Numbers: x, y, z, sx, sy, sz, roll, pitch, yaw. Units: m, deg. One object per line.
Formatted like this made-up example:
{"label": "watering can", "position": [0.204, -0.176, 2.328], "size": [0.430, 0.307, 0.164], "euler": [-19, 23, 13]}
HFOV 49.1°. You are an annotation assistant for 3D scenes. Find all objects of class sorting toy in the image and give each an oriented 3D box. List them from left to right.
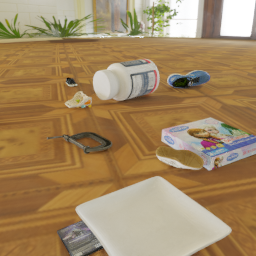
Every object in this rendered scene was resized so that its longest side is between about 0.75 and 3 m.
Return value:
{"label": "sorting toy", "position": [-2.130, -1.081, 11.809], "size": [0.937, 0.556, 1.040], "euler": [-20, 30, -23]}

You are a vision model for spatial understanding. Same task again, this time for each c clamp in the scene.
{"label": "c clamp", "position": [-1.379, 0.441, 8.511], "size": [1.698, 0.230, 1.450], "euler": [19, 24, 41]}

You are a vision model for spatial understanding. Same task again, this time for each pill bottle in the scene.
{"label": "pill bottle", "position": [-0.093, -2.172, 12.811], "size": [2.826, 1.690, 1.690], "euler": [-18, 29, -38]}

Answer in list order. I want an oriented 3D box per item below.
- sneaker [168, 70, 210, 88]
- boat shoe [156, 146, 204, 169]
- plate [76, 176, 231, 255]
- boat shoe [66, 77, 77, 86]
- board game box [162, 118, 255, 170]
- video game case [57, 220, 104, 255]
{"label": "sneaker", "position": [3.280, -2.454, 14.820], "size": [2.236, 0.878, 0.997], "euler": [-10, 30, -1]}
{"label": "boat shoe", "position": [1.343, 0.818, 7.223], "size": [1.268, 0.440, 0.449], "euler": [17, 57, 30]}
{"label": "plate", "position": [0.384, 1.749, 5.122], "size": [2.081, 0.337, 2.086], "euler": [-15, 27, -30]}
{"label": "boat shoe", "position": [-3.148, -2.545, 15.467], "size": [0.439, 0.367, 1.178], "euler": [-11, 26, -28]}
{"label": "board game box", "position": [2.447, 0.363, 8.340], "size": [2.087, 0.429, 2.082], "euler": [-13, 26, -28]}
{"label": "video game case", "position": [-0.849, 1.962, 4.957], "size": [0.563, 0.075, 0.788], "euler": [-14, 25, -31]}
